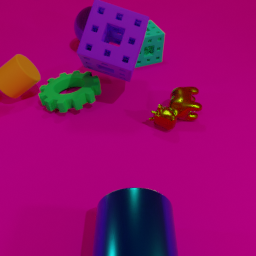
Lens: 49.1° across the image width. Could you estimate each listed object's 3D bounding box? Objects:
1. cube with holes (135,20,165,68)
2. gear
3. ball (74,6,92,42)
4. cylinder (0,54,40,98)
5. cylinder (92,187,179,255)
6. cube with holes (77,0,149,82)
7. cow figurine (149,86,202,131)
[{"bbox_3d":[0.479,-2.765,9.194,1.016,1.016,1.016,-16,48,-16],"label":"cube with holes"},{"bbox_3d":[-1.595,-1.049,7.759,1.663,0.308,1.663,-6,39,5],"label":"gear"},{"bbox_3d":[-1.152,-3.441,9.611,1.393,1.393,1.393,0,44,0],"label":"ball"},{"bbox_3d":[-2.984,-1.389,7.560,0.864,0.864,0.864,-34,44,12],"label":"cylinder"},{"bbox_3d":[0.107,1.777,4.261,1.265,1.265,1.265,0,43,0],"label":"cylinder"},{"bbox_3d":[-0.362,-2.147,7.180,1.352,1.352,1.352,18,88,-1],"label":"cube with holes"},{"bbox_3d":[1.181,-0.542,7.104,1.298,0.724,1.320,4,52,-4],"label":"cow figurine"}]
